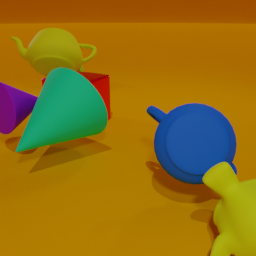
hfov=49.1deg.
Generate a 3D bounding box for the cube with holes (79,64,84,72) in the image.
[{"bbox_3d":[-2.275,-2.037,10.371,1.006,1.006,1.006,-12,8,-25],"label":"cube with holes"}]

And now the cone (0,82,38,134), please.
[{"bbox_3d":[-2.185,-0.505,5.853,1.056,1.056,1.060,16,22,34],"label":"cone"}]

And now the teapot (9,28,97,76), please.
[{"bbox_3d":[-1.786,-1.841,6.668,2.071,1.014,1.288,2,-19,-7],"label":"teapot"}]

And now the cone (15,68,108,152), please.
[{"bbox_3d":[-1.472,-0.053,5.215,1.581,1.581,1.587,14,43,31],"label":"cone"}]

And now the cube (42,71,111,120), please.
[{"bbox_3d":[-1.327,-0.746,7.455,1.267,1.267,1.267,12,25,27],"label":"cube"}]

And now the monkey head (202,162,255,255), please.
[{"bbox_3d":[1.360,0.940,3.200,1.461,1.051,0.880,-41,21,12],"label":"monkey head"}]

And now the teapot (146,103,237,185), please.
[{"bbox_3d":[1.032,0.283,4.279,1.905,1.184,0.933,40,-2,6],"label":"teapot"}]
